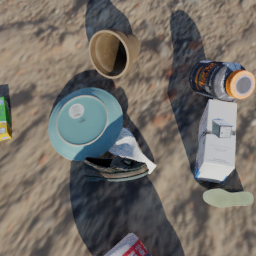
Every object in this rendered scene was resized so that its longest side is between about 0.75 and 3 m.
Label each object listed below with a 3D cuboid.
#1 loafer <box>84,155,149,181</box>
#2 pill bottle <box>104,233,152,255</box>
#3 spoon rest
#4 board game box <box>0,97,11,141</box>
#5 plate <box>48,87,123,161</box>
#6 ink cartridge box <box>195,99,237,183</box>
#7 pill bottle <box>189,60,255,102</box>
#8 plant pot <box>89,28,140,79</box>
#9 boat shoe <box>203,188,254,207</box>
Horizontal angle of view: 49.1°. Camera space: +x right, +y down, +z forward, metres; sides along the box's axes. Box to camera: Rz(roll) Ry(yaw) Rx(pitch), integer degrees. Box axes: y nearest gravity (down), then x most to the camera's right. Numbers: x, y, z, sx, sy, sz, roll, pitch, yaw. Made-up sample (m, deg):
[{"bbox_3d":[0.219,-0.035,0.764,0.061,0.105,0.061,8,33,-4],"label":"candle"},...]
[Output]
[{"bbox_3d":[-0.385,0.945,6.855,1.877,0.674,0.590,-10,99,34],"label":"loafer"},{"bbox_3d":[0.354,3.777,5.521,1.723,1.723,2.882,-37,74,-17],"label":"pill bottle"},{"bbox_3d":[0.074,0.611,7.711,1.620,0.491,0.805,38,81,10],"label":"spoon rest"},{"bbox_3d":[-4.411,-0.123,8.266,1.716,0.346,1.313,-14,64,-7],"label":"board game box"},{"bbox_3d":[-1.283,-0.190,8.038,2.293,0.293,2.293,-4,70,12],"label":"plate"},{"bbox_3d":[2.323,0.372,7.455,0.785,1.339,1.829,8,63,7],"label":"ink cartridge box"},{"bbox_3d":[2.567,-1.303,7.716,1.047,1.971,1.047,-4,106,-14],"label":"pill bottle"},{"bbox_3d":[-0.279,-2.415,8.717,1.469,1.469,1.281,32,40,15],"label":"plant pot"},{"bbox_3d":[2.534,1.791,7.249,1.288,0.388,0.459,4,87,-3],"label":"boat shoe"}]
